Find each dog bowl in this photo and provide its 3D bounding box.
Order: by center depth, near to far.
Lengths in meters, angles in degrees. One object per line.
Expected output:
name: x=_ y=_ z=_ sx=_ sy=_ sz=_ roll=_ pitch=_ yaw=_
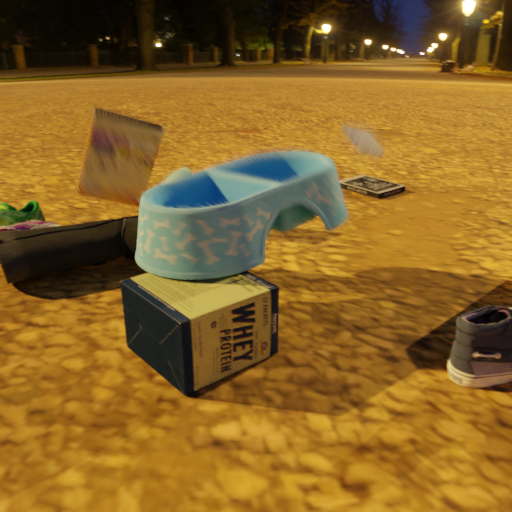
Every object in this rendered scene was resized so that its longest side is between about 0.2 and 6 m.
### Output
dog bowl: x=-0.178 y=-0.827 z=9.026 sx=2.195 sy=0.976 sz=3.937 roll=18 pitch=33 yaw=42

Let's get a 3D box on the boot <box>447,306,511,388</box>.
boot: x=3.546 y=1.113 z=7.493 sx=2.050 sy=0.926 sz=0.746 roll=-9 pitch=24 yaw=-20

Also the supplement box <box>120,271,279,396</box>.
supplement box: x=-0.788 y=0.868 z=7.883 sx=1.606 sy=1.079 sz=1.608 roll=-18 pitch=28 yaw=-36

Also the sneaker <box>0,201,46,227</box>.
sneaker: x=-5.431 y=-0.668 z=11.830 sx=0.778 sy=0.877 sz=2.099 roll=13 pitch=27 yaw=26

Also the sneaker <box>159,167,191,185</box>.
sneaker: x=-0.812 y=-0.748 z=10.119 sx=0.838 sy=2.045 sz=0.756 roll=-41 pitch=23 yaw=14

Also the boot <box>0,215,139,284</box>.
boot: x=-3.050 y=-0.089 z=10.239 sx=3.040 sy=0.998 sz=2.506 roll=-7 pitch=15 yaw=-25

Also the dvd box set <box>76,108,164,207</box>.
dvd box set: x=-3.117 y=-2.174 z=12.743 sx=1.552 sy=2.121 sz=0.312 roll=11 pitch=38 yaw=-19

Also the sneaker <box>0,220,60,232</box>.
sneaker: x=-4.706 y=-0.351 z=11.445 sx=1.699 sy=0.691 sz=0.749 roll=-2 pitch=20 yaw=-27

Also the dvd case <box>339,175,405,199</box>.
dvd case: x=3.215 y=-1.964 z=15.832 sx=1.188 sy=0.195 sz=1.581 roll=-18 pitch=28 yaw=-36

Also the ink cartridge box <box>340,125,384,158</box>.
ink cartridge box: x=2.008 y=-2.201 z=10.761 sx=0.727 sy=0.148 sz=0.726 roll=10 pitch=38 yaw=-28
